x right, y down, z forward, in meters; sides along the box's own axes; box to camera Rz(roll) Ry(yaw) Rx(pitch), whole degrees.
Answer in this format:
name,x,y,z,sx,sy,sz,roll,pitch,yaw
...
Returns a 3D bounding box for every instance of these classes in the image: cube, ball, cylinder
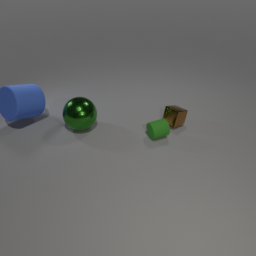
name,x,y,z,sx,sy,sz,roll,pitch,yaw
cube,1.967,-0.509,11.793,0.700,0.700,0.700,-9,29,-44
ball,-1.960,-0.575,11.425,1.400,1.400,1.400,0,32,0
cylinder,-4.435,-1.092,11.671,1.400,1.400,1.400,20,21,29
cylinder,1.178,0.041,10.995,0.700,0.700,0.700,-16,36,-18
